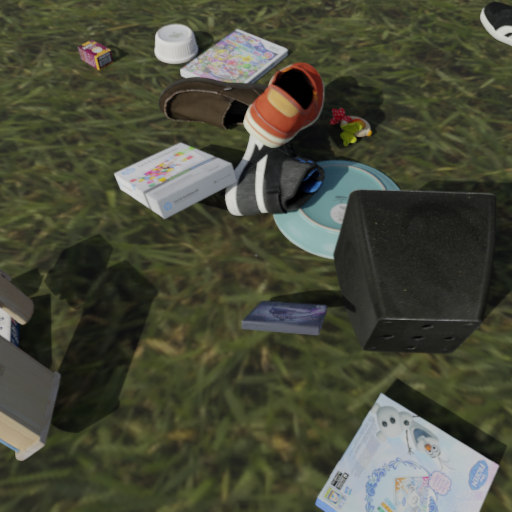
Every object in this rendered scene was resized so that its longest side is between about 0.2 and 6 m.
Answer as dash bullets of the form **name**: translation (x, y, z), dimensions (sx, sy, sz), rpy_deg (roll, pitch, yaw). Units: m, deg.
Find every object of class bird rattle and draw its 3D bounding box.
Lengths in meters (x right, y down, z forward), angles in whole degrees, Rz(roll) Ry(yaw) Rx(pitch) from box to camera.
- **bird rattle**: translation (2.015, -2.749, 11.920), dimensions (0.796, 0.550, 0.976), rpy_deg (0, 38, -15)

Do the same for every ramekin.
- **ramekin**: translation (-1.978, -5.232, 13.741), dimensions (1.084, 0.505, 1.084), rpy_deg (0, 51, 0)

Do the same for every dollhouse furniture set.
- **dollhouse furniture set**: translation (-4.584, 2.047, 7.911), dimensions (2.963, 1.934, 2.797), rpy_deg (-35, 29, 11)

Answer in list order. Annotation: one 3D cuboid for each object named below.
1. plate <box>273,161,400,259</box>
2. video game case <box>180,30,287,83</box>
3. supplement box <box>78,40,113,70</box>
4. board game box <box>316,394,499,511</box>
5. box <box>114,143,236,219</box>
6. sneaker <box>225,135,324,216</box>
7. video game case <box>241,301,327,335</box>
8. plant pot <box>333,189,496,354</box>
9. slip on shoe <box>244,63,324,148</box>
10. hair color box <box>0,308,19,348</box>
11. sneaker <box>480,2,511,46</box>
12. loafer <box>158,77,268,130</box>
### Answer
- **plate**: translation (1.584, -1.016, 10.521), dimensions (2.572, 0.329, 2.572), rpy_deg (0, 51, 0)
- **video game case**: translation (-0.505, -4.661, 13.487), dimensions (1.590, 0.200, 2.220), rpy_deg (30, 57, 22)
- **supplement box**: translation (-3.876, -4.859, 13.537), dimensions (0.708, 0.365, 0.464), rpy_deg (33, 59, 23)
- **board game box**: translation (1.969, 2.989, 7.305), dimensions (1.741, 0.379, 1.750), rpy_deg (29, 57, 21)
- **box**: translation (-1.486, -1.410, 10.077), dimensions (1.503, 0.397, 1.927), rpy_deg (-30, 34, -21)
- **sneaker**: translation (0.624, -1.827, 10.554), dimensions (1.578, 1.030, 2.820), rpy_deg (6, 57, 23)
- **video game case**: translation (0.464, 0.897, 8.308), dimensions (1.071, 1.499, 0.142), rpy_deg (3, 96, 11)
- **plant pot**: translation (2.362, 0.377, 8.446), dimensions (2.101, 2.096, 1.864), rpy_deg (1, 63, 0)
- **slip on shoe**: translation (0.739, -3.002, 10.351), dimensions (1.195, 0.987, 3.227), rpy_deg (38, 36, -4)
- **hair color box**: translation (-4.015, 1.437, 8.511), dimensions (0.693, 0.419, 1.385), rpy_deg (-10, 52, -8)
- **sneaker**: translation (6.795, -5.829, 13.439), dimensions (1.119, 1.714, 3.063), rpy_deg (-19, 54, -16)
- **loafer**: translation (-0.820, -3.180, 11.854), dimensions (2.497, 0.911, 0.891), rpy_deg (-3, 51, -3)
